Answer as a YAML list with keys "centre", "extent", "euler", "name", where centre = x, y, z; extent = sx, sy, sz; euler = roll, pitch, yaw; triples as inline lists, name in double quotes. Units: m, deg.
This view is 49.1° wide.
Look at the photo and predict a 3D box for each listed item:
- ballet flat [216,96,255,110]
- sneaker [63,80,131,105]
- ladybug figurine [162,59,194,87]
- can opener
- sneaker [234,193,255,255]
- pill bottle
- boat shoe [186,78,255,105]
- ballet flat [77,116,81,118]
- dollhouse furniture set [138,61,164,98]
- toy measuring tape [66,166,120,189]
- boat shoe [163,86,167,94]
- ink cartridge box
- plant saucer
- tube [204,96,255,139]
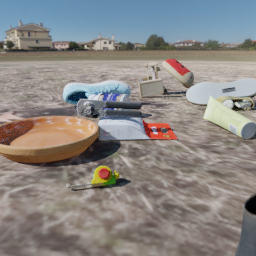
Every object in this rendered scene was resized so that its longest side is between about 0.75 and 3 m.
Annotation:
- centre: [4.246, -0.965, 11.179]
  extent: [1.657, 0.586, 0.586]
  euler: [0, 17, -2]
  name: "ballet flat"
- centre: [-1.282, -1.286, 11.703]
  extent: [2.883, 1.066, 1.181]
  euler: [-4, 33, -1]
  name: "sneaker"
- centre: [3.121, -3.474, 17.177]
  extent: [2.470, 0.889, 1.677]
  euler: [45, 18, 22]
  name: "ladybug figurine"
- centre: [-0.552, -0.527, 8.073]
  extent: [1.867, 0.498, 0.624]
  euler: [2, -6, -12]
  name: "can opener"
- centre: [2.084, 1.158, 2.707]
  extent: [2.302, 1.223, 0.861]
  euler: [-5, 17, -18]
  name: "sneaker"
- centre: [-0.702, -0.848, 10.195]
  extent: [1.436, 0.831, 0.831]
  euler: [6, 17, 22]
  name: "pill bottle"
- centre: [4.040, -1.413, 12.117]
  extent: [2.925, 1.034, 0.931]
  euler: [-3, -19, 19]
  name: "boat shoe"
- centre: [-1.658, -0.182, 8.881]
  extent: [0.315, 0.315, 0.892]
  euler: [1, 17, 2]
  name: "ballet flat"
- centre: [1.013, -2.666, 14.723]
  extent: [1.171, 1.371, 2.645]
  euler: [-10, 21, 0]
  name: "dollhouse furniture set"
- centre: [-0.641, 0.891, 5.142]
  extent: [0.986, 0.363, 0.363]
  euler: [-5, 17, -14]
  name: "toy measuring tape"
- centre: [1.687, -2.039, 15.224]
  extent: [0.363, 0.386, 1.075]
  euler: [34, -14, -35]
  name: "boat shoe"
- centre: [0.240, -0.133, 8.369]
  extent: [2.158, 0.616, 1.754]
  euler: [-4, 16, 0]
  name: "ink cartridge box"
- centre: [-2.073, 0.247, 7.077]
  extent: [2.687, 0.503, 2.687]
  euler: [1, 17, 0]
  name: "plant saucer"
- centre: [2.972, -0.322, 8.496]
  extent: [0.608, 0.544, 2.094]
  euler: [-41, 29, 0]
  name: "tube"
